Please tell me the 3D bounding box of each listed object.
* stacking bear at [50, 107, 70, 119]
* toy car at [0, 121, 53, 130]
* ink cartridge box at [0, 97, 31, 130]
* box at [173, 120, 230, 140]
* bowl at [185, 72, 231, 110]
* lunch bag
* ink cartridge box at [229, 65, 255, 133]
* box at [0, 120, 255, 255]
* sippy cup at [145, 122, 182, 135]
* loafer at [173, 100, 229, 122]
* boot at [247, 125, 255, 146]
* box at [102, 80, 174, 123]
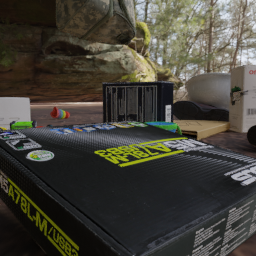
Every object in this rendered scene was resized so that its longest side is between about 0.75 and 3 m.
[{"bbox_3d":[-3.351,-0.693,14.128,0.904,0.549,0.514,7,38,-53],"label":"stacking bear"},{"bbox_3d":[-2.464,0.153,6.496,2.338,0.521,2.200,-1,6,-13],"label":"toy car"},{"bbox_3d":[-4.086,-0.483,9.469,1.103,1.098,1.518,-5,8,-39],"label":"ink cartridge box"},{"bbox_3d":[1.640,-0.002,8.814,2.309,0.300,2.825,5,9,36],"label":"box"},{"bbox_3d":[3.813,-1.071,11.690,3.013,1.354,3.013,10,-11,2],"label":"bowl"},{"bbox_3d":[-0.595,-2.932,6.256,1.640,1.955,1.362,12,-25,-43],"label":"lunch bag"},{"bbox_3d":[4.181,-0.948,9.065,1.536,2.103,0.887,-1,7,-9],"label":"ink cartridge box"},{"bbox_3d":[0.060,0.432,2.697,2.226,0.529,2.150,-5,16,-42],"label":"box"},{"bbox_3d":[0.616,0.215,5.423,0.853,0.625,0.670,1,8,10],"label":"sippy cup"},{"bbox_3d":[2.955,-0.528,10.959,2.550,0.917,0.803,16,14,38],"label":"loafer"},{"bbox_3d":[3.770,0.248,6.158,1.978,0.720,2.101,-5,-4,32],"label":"boot"},{"bbox_3d":[0.243,-0.330,6.459,1.454,1.466,0.903,3,8,25],"label":"box"}]
